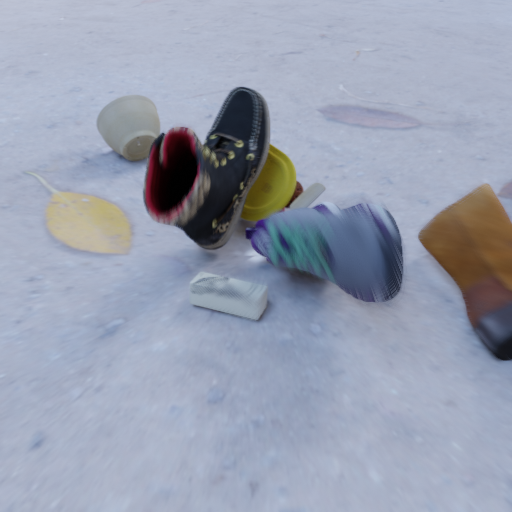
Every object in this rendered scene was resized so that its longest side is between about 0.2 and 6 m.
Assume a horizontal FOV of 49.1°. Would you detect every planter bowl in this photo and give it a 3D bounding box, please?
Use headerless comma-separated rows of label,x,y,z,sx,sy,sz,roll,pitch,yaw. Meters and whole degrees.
planter bowl,-2.617,-2.614,11.945,1.346,1.346,0.906,-16,65,-22

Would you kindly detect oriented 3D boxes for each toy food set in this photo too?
toy food set,0.162,-1.193,10.019,2.323,0.759,1.367,42,96,32

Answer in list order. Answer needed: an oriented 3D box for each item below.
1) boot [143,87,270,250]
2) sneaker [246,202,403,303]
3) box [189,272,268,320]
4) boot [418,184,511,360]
boot,-0.685,-1.486,8.377,0.990,2.706,2.037,21,1,18
sneaker,0.750,-0.043,7.501,1.463,1.244,3.344,-7,7,-9
box,-0.396,0.561,7.998,1.060,0.363,0.436,11,26,15
boot,3.771,-0.134,7.763,0.890,2.446,2.598,34,27,-31
